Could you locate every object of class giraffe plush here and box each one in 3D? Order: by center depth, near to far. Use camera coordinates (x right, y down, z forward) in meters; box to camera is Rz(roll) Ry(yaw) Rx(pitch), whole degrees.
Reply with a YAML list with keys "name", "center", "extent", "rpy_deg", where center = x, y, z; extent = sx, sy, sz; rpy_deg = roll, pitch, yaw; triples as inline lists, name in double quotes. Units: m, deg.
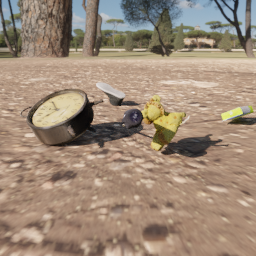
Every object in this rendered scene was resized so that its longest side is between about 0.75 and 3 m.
- name: "giraffe plush"
  center: [0.661, -0.176, 6.048]
  extent: [0.875, 1.079, 0.931]
  rpy_deg: [38, 33, -1]

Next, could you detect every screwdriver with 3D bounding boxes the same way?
- name: "screwdriver"
  center: [-0.007, -0.187, 6.223]
  extent: [0.387, 0.404, 2.773]
  rpy_deg: [-11, 3, -6]

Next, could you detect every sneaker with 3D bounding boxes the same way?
- name: "sneaker"
  center: [-0.730, -1.264, 10.819]
  extent: [1.248, 0.619, 0.441]
  rpy_deg: [29, 43, 9]

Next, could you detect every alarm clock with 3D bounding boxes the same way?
- name: "alarm clock"
  center: [-1.859, -0.305, 7.137]
  extent: [2.351, 0.783, 1.586]
  rpy_deg: [10, 47, 28]

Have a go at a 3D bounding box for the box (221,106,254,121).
- name: "box"
  center: [3.299, -0.437, 8.480]
  extent: [1.035, 0.247, 0.631]
  rpy_deg: [-8, -13, -46]
